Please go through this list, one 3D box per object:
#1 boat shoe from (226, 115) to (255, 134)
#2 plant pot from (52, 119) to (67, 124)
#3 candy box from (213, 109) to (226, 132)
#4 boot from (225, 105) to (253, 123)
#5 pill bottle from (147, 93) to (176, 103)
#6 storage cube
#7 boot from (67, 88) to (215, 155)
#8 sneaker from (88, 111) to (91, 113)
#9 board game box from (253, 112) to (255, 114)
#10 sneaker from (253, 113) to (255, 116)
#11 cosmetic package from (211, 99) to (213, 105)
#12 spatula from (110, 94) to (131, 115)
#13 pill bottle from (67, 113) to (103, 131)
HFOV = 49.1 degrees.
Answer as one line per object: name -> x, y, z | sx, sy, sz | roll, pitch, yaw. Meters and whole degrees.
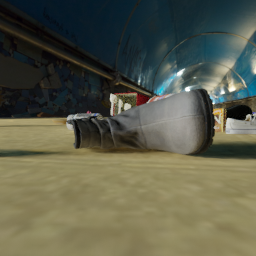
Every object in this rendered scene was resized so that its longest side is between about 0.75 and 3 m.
boat shoe -> 3.603, -0.112, 8.120 | 1.595, 0.557, 0.565 | 0, 3, -6
plant pot -> -3.333, -0.366, 16.059 | 2.000, 0.275, 2.000 | 0, 2, 0
candy box -> 2.527, -0.258, 9.177 | 1.283, 0.741, 0.355 | 2, 3, 33
boot -> 3.801, -0.534, 12.228 | 2.506, 0.957, 2.106 | -8, 10, -25
pill bottle -> 1.765, -0.874, 13.888 | 1.508, 1.508, 2.689 | -1, 2, -18
storage cube -> 0.255, -1.278, 18.082 | 1.689, 1.975, 1.776 | 1, -3, 30
boot -> -0.007, 0.048, 4.039 | 1.633, 0.865, 2.480 | -4, -7, -16
sneaker -> -2.065, -0.563, 15.447 | 0.610, 0.737, 1.544 | -2, 1, 1
board game box -> 6.460, -0.469, 13.907 | 1.116, 0.678, 1.400 | 2, 4, 29
sneaker -> 6.332, -0.395, 11.871 | 1.245, 0.791, 2.183 | 3, 2, -8
cosmetic package -> 3.993, -1.018, 16.967 | 1.461, 1.462, 1.772 | -2, 4, -36
spatula -> -0.501, -1.116, 16.589 | 1.425, 0.165, 2.049 | 28, -28, 10
pill bottle -> -1.359, -0.165, 8.833 | 1.044, 0.594, 0.594 | 1, 3, 18
